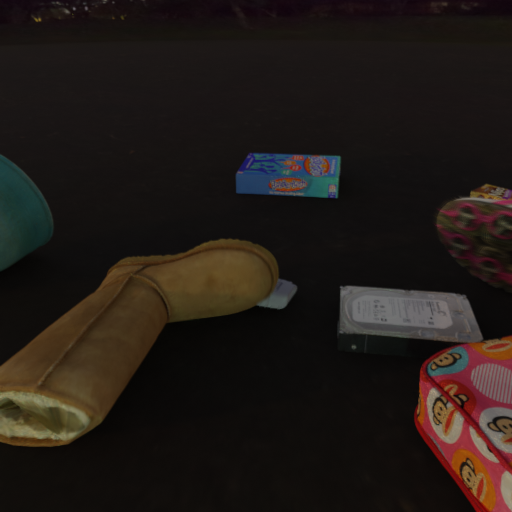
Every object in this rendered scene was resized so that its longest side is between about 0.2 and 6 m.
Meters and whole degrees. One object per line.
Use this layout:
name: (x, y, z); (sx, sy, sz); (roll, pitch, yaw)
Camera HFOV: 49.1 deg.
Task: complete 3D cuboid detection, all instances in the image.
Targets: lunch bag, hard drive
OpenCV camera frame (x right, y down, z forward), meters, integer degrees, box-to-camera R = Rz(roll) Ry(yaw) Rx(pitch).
lunch bag: (2.757, 1.531, 4.876); (2.254, 0.923, 1.985); (-7, 27, -14)
hard drive: (1.880, 0.818, 7.073); (1.680, 0.318, 1.173); (5, 27, 8)

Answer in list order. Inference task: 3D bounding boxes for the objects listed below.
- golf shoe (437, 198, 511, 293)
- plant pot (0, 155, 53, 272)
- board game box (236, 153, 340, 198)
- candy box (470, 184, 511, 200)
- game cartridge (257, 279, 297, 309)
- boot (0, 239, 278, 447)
golf shoe: (4.306, -0.106, 7.947); (3.373, 1.225, 1.553); (22, 37, 25)
plant pot: (-4.220, -0.387, 8.139); (1.777, 1.777, 1.669); (12, 43, 23)
board game box: (0.750, -1.784, 12.243); (2.132, 0.480, 1.622); (4, 26, 8)
candy box: (4.857, -1.089, 11.023); (0.631, 0.305, 1.081); (-23, 32, -37)
game cartridge: (-0.061, 0.436, 7.728); (1.138, 0.233, 0.757); (13, 13, 13)
boot: (-1.221, 0.881, 6.203); (2.520, 0.952, 2.877); (-10, 21, 19)
